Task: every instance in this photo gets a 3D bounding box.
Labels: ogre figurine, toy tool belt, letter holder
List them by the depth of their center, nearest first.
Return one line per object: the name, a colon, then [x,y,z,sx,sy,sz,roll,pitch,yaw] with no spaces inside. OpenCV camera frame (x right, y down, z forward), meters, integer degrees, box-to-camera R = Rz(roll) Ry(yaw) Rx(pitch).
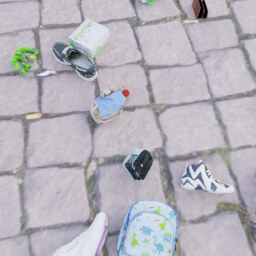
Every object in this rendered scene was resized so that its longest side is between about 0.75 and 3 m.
toy tool belt: [-0.665,-1.113,11.684,2.072,1.273,1.294,-36,82,-13]
ogre figurine: [-4.898,-3.220,13.067,0.934,0.764,1.558,23,81,-9]
letter holder: [3.742,-6.295,14.411,0.565,0.799,1.124,-7,65,-3]

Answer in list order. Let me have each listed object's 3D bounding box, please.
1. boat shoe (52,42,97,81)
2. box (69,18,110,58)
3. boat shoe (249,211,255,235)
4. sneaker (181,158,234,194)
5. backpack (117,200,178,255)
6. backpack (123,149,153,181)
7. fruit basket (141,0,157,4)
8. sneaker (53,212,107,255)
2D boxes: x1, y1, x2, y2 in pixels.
boat shoe: [-2.519,-3.311,13.008,2.781,0.839,1.051,35,70,15]
box: [-1.838,-4.358,13.550,1.331,0.730,1.509,30,69,13]
boat shoe: [5.333,3.484,10.001,2.201,0.820,0.807,6,94,-6]
sneaker: [3.054,1.791,10.683,1.938,0.774,1.261,5,74,13]
backpack: [0.738,3.540,9.462,1.949,1.565,2.130,14,62,2]
backpack: [0.416,1.341,10.706,1.100,0.843,0.967,-48,117,-28]
fruit basket: [1.053,-7.233,15.053,1.248,0.631,1.347,-25,52,-11]
sneaker: [-1.683,4.098,9.465,1.431,1.075,2.873,24,67,11]
